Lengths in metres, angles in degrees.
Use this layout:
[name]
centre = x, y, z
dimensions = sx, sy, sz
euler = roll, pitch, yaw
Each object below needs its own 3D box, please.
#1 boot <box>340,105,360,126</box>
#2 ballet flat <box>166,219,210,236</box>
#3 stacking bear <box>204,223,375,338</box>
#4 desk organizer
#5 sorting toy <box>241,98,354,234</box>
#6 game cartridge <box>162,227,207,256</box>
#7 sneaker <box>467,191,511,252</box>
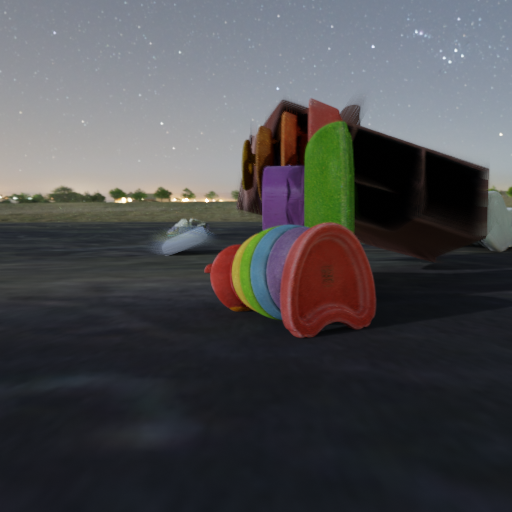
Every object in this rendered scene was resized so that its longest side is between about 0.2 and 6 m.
[boot]
centre = 1.590, -1.652, 10.430
dimensions = 0.701, 1.612, 1.938
euler = 5, -20, -11
[ballet flat]
centre = -2.097, -0.877, 17.229
dimensions = 1.525, 0.548, 0.548
euler = -4, 6, -40
[stacking bear]
centre = 0.107, 0.132, 3.569
dimensions = 0.678, 0.635, 1.117
euler = -3, 0, -36
[desk organizer]
centre = 1.315, -0.832, 6.802
dimensions = 2.823, 1.012, 1.087
euler = 14, -17, -15
[sorting toy]
centre = 0.264, -0.519, 5.246
dimensions = 1.132, 1.657, 2.758
euler = 0, 23, 6
[game cartridge]
centre = -1.181, -0.263, 9.371
dimensions = 0.731, 0.222, 1.097
euler = -20, 8, -3
[sneaker]
centre = 3.949, -0.583, 10.571
dimensions = 1.464, 1.043, 2.951
euler = 0, -1, 33
